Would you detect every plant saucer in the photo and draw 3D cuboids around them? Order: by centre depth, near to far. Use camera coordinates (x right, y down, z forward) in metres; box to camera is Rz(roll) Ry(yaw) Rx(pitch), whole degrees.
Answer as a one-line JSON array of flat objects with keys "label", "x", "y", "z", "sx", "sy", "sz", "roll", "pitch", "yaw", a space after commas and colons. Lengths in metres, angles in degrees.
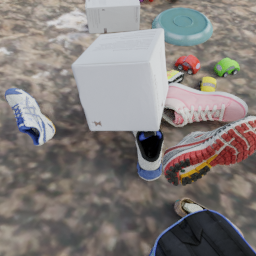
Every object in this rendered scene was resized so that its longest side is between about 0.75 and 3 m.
[{"label": "plant saucer", "x": 2.575, "y": -4.889, "z": 13.189, "sx": 2.887, "sy": 0.396, "sz": 2.887, "roll": 0, "pitch": 54, "yaw": 0}]

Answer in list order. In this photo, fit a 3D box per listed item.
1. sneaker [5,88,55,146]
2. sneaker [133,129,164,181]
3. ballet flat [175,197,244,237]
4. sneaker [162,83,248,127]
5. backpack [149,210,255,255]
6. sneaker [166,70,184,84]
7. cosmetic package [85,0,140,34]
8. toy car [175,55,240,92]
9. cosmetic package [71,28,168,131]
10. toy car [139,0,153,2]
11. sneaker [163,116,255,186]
[{"label": "sneaker", "x": -2.870, "y": -0.314, "z": 7.946, "sx": 1.828, "sy": 0.688, "sz": 0.806, "roll": 49, "pitch": 35, "yaw": -13}, {"label": "sneaker", "x": 0.680, "y": 0.237, "z": 8.674, "sx": 0.983, "sy": 1.405, "sz": 2.433, "roll": -2, "pitch": 53, "yaw": -3}, {"label": "ballet flat", "x": 2.149, "y": 2.474, "z": 7.443, "sx": 1.988, "sy": 0.669, "sz": 0.677, "roll": 24, "pitch": 61, "yaw": 17}, {"label": "sneaker", "x": 2.374, "y": -0.529, "z": 9.441, "sx": 2.917, "sy": 1.098, "sz": 1.525, "roll": 18, "pitch": 51, "yaw": 21}, {"label": "backpack", "x": 1.674, "y": 3.302, "z": 6.059, "sx": 2.305, "sy": 1.851, "sz": 2.518, "roll": -24, "pitch": 60, "yaw": -18}, {"label": "sneaker", "x": 1.396, "y": -1.792, "z": 10.770, "sx": 1.573, "sy": 0.615, "sz": 0.710, "roll": -28, "pitch": 52, "yaw": -28}, {"label": "cosmetic package", "x": -0.673, "y": -5.210, "z": 12.837, "sx": 2.397, "sy": 1.352, "sz": 0.972, "roll": -5, "pitch": 53, "yaw": -1}, {"label": "toy car", "x": 3.408, "y": -2.343, "z": 11.147, "sx": 2.354, "sy": 0.558, "sz": 2.501, "roll": -18, "pitch": 55, "yaw": -13}, {"label": "cosmetic package", "x": -0.034, "y": -1.463, "z": 8.379, "sx": 2.127, "sy": 2.140, "sz": 2.558, "roll": 0, "pitch": 37, "yaw": 16}, {"label": "toy car", "x": 0.924, "y": -7.196, "z": 14.426, "sx": 1.862, "sy": 1.630, "sz": 1.397, "roll": 8, "pitch": 90, "yaw": 5}, {"label": "sneaker", "x": 1.990, "y": 0.361, "z": 6.837, "sx": 2.619, "sy": 1.019, "sz": 1.076, "roll": -25, "pitch": 31, "yaw": 9}]
